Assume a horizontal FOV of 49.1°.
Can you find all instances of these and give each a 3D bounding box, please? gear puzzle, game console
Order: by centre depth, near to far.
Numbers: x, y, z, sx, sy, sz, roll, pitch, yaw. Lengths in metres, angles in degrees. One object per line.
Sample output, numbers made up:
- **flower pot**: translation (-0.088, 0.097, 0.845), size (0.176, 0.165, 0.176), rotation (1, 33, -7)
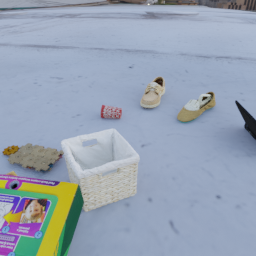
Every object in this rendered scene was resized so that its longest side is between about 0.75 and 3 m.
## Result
- **gear puzzle**: translation (-3.253, 0.960, 9.198), size (2.221, 0.291, 1.151), rotation (9, 33, 21)
- **game console**: translation (4.990, -0.034, 9.860), size (1.944, 1.286, 2.210), rotation (-2, 30, -3)

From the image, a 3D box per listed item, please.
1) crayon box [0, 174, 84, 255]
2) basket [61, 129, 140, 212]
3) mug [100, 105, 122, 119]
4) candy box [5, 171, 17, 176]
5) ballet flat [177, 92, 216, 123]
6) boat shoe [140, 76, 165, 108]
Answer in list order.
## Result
- **crayon box**: translation (-2.704, 2.253, 5.863), size (2.924, 0.852, 2.523), rotation (5, 44, 9)
- **basket**: translation (-0.795, 1.087, 7.802), size (1.710, 1.388, 1.726), rotation (-13, 33, -22)
- **mug**: translation (-0.675, -0.704, 11.773), size (0.834, 0.556, 0.740), rotation (7, 34, 6)
- **candy box**: translation (-3.174, 1.810, 7.528), size (0.862, 0.417, 1.478), rotation (-24, 39, -35)
- **ballet flat**: translation (2.942, -0.987, 12.026), size (0.845, 0.776, 2.461), rotation (25, 39, 37)
- **boat shoe**: translation (1.190, -1.757, 13.247), size (0.942, 0.884, 2.556), rotation (9, 31, 15)
